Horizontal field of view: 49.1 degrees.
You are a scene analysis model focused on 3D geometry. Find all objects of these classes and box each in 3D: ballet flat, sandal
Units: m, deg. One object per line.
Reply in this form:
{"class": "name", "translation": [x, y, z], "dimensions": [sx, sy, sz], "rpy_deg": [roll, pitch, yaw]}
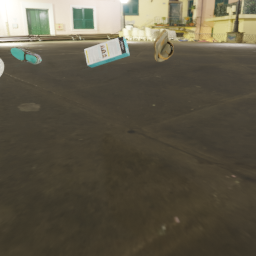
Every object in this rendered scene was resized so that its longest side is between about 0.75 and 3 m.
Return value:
{"class": "ballet flat", "translation": [-3.331, -2.387, 9.281], "dimensions": [1.143, 0.411, 0.411], "rpy_deg": [24, 28, 17]}
{"class": "sandal", "translation": [1.208, -2.537, 9.004], "dimensions": [0.499, 0.743, 1.849], "rpy_deg": [34, 1, 10]}

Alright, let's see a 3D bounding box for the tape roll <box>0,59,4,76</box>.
{"class": "tape roll", "translation": [-3.838, -1.612, 7.609], "dimensions": [0.167, 0.916, 0.916], "rpy_deg": [43, 40, 22]}

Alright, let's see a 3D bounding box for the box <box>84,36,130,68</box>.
{"class": "box", "translation": [-0.931, -3.321, 12.301], "dimensions": [1.884, 0.775, 0.463], "rpy_deg": [-13, -4, 17]}
